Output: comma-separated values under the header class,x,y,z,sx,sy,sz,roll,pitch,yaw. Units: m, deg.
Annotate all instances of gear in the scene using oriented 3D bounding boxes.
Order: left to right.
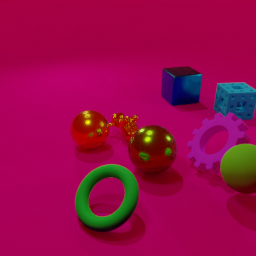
class,x,y,z,sx,sy,sz,roll,pitch,yaw
gear,2.167,0.355,6.851,0.286,1.549,1.549,35,11,-30

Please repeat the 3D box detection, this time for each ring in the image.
class,x,y,z,sx,sy,sz,roll,pitch,yaw
ring,-0.421,1.324,5.428,1.332,0.266,1.332,-12,53,17

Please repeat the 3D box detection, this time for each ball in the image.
class,x,y,z,sx,sy,sz,roll,pitch,yaw
ball,-1.050,0.045,7.742,1.085,1.085,1.085,0,27,0
ball,0.581,0.508,6.661,1.171,1.171,1.171,0,27,0
ball,2.396,0.823,5.668,0.997,0.997,0.997,0,27,0

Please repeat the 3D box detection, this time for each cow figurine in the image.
class,x,y,z,sx,sy,sz,roll,pitch,yaw
cow figurine,-0.080,-0.017,8.270,0.579,1.056,1.039,-14,-14,-38

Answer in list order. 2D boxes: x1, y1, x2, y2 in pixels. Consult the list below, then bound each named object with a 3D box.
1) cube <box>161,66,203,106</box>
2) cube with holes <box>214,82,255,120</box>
class,x,y,z,sx,sy,sz,roll,pitch,yaw
cube,2.051,-1.659,10.899,1.163,1.163,1.163,-8,29,-14
cube with holes,3.692,-0.927,9.687,0.997,0.997,0.997,-3,28,-6
